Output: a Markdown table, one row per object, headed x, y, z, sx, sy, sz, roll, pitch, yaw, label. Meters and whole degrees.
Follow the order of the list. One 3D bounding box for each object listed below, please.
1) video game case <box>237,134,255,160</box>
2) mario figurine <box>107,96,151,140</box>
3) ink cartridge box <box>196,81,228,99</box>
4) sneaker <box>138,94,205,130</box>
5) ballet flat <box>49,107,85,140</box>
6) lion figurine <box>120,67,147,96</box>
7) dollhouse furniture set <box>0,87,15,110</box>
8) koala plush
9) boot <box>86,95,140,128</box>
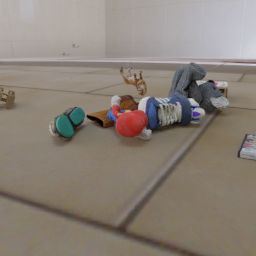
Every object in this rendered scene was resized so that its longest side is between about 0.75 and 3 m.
| x | y | z | sx | sy | sz | roll | pitch | yaw | label |
| --- | --- | --- | --- | --- | --- | --- | --- | --- | --- |
| 3.295 | 0.478 | 6.462 | 1.262 | 0.178 | 1.396 | 9 | 19 | 27 | video game case |
| 0.075 | -0.276 | 7.440 | 1.119 | 0.961 | 1.812 | 13 | 4 | -20 | mario figurine |
| 3.657 | -1.667 | 12.529 | 1.530 | 0.697 | 1.857 | 5 | 17 | 19 | ink cartridge box |
| 1.370 | -0.492 | 8.264 | 1.691 | 0.931 | 2.310 | 1 | 11 | 21 | sneaker |
| -1.751 | -0.064 | 7.673 | 0.715 | 0.715 | 1.989 | 3 | 17 | 8 | ballet flat |
| 0.170 | -1.503 | 8.916 | 0.422 | 0.712 | 1.163 | -29 | 42 | -22 | lion figurine |
| -5.176 | -1.059 | 10.830 | 1.448 | 0.962 | 1.269 | 17 | 9 | -26 | dollhouse furniture set |
| 2.568 | -1.180 | 10.128 | 1.908 | 1.753 | 1.692 | 19 | 3 | -11 | koala plush |
| -0.506 | -0.506 | 9.292 | 1.863 | 0.638 | 1.754 | -19 | 34 | -30 | boot |
